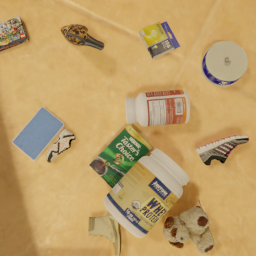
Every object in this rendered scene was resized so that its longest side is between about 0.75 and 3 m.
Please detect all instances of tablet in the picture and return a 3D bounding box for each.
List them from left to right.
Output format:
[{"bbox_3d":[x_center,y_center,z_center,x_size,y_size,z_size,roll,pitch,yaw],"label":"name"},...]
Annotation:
[{"bbox_3d":[-3.771,0.228,11.826,1.312,0.138,2.016,38,84,6],"label":"tablet"}]

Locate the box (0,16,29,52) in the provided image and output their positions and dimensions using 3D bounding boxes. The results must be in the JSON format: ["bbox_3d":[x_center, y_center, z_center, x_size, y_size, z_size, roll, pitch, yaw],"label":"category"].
[{"bbox_3d":[-5.363,-4.138,12.428,1.633,0.308,1.115,-22,82,-3],"label":"box"}]

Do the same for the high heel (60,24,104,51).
[{"bbox_3d":[-2.370,-3.920,11.397,2.555,1.821,0.912,31,105,29],"label":"high heel"}]

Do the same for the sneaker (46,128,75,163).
[{"bbox_3d":[-2.766,0.795,11.526,0.624,0.575,1.560,33,83,3],"label":"sneaker"}]

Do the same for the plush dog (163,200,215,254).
[{"bbox_3d":[2.163,3.749,10.688,1.719,1.606,2.001,-18,118,3],"label":"plush dog"}]

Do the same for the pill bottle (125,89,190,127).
[{"bbox_3d":[1.153,-0.785,11.355,2.486,1.395,1.395,-4,81,0],"label":"pill bottle"}]

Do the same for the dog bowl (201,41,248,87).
[{"bbox_3d":[4.121,-2.742,12.003,1.815,0.715,1.815,0,81,0],"label":"dog bowl"}]

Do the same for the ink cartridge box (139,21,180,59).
[{"bbox_3d":[1.410,-3.953,12.404,1.414,0.332,1.398,-27,82,-2],"label":"ink cartridge box"}]

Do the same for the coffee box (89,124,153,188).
[{"bbox_3d":[-0.280,1.153,11.483,2.361,0.519,1.451,-44,84,-6],"label":"coffee box"}]

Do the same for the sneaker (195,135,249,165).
[{"bbox_3d":[3.915,0.923,11.403,2.195,0.810,0.960,-19,82,1],"label":"sneaker"}]

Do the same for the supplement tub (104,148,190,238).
[{"bbox_3d":[0.725,2.367,10.508,2.064,2.064,2.859,43,85,6],"label":"supplement tub"}]

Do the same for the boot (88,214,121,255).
[{"bbox_3d":[-0.914,4.218,10.973,1.242,0.582,1.598,-8,80,-1],"label":"boot"}]
